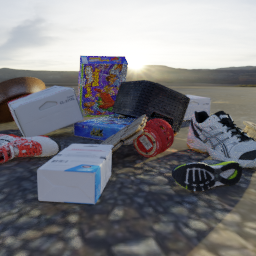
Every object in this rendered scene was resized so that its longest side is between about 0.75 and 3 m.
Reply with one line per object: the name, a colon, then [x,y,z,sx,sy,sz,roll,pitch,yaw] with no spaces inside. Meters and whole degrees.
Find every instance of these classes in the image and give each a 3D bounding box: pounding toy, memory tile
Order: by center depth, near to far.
memory tile: [-0.210,0.253,7.130,1.601,0.175,2.089,-33,5,13]
pounding toy: [3.458,0.346,7.815,0.868,0.871,1.518,14,19,-32]

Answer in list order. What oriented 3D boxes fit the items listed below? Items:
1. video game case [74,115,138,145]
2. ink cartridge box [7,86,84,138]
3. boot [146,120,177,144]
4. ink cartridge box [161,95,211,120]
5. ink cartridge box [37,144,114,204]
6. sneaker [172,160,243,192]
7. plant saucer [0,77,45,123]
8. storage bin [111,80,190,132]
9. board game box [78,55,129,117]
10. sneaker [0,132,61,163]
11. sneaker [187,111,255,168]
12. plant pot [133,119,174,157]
video game case: [-0.332,-0.007,9.644,2.273,0.516,2.060,8,13,35]
ink cartridge box: [-3.013,-0.635,9.933,2.008,1.141,2.756,-23,19,-21]
boot: [0.917,-0.005,8.864,1.243,0.452,1.321,25,19,11]
ink cartridge box: [2.675,-1.048,13.636,1.756,1.030,2.399,-3,12,-10]
ink cartridge box: [-0.880,0.789,5.337,1.001,0.576,1.728,2,11,8]
sneaker: [1.442,0.868,5.355,1.472,0.544,0.596,3,2,-24]
plant saucer: [-4.655,-0.982,11.478,2.888,0.528,2.888,-29,-15,-9]
storage bin: [0.718,-0.808,10.036,1.796,1.245,2.657,19,-2,-23]
board game box: [-1.179,-1.755,12.261,1.933,2.875,0.644,-3,46,-16]
sneaker: [-2.586,0.554,6.778,1.730,0.578,0.927,8,23,6]
sneaker: [2.409,0.179,7.022,1.003,1.162,2.651,-4,13,-29]
plant pot: [0.622,0.285,7.243,0.903,0.903,0.823,7,21,34]
